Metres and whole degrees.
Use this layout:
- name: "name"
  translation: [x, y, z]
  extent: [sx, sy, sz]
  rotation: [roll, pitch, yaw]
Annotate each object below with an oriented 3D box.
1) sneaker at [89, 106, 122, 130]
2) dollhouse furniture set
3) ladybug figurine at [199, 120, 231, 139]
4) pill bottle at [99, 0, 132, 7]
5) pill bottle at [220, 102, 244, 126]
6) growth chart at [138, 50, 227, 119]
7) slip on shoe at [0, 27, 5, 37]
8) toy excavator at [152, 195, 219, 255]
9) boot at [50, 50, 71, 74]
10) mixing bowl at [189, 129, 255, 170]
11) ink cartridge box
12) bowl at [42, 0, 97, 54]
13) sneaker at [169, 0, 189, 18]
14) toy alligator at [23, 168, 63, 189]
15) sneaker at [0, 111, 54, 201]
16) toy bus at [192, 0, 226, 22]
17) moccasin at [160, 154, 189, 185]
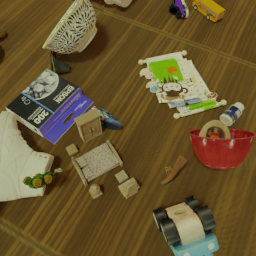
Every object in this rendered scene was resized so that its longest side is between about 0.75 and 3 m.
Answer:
- name: "sneaker"
  translation: [-0.717, -0.333, 8.859]
  extent: [1.232, 0.455, 0.507]
  rotation: [23, 61, 12]
- name: "dollhouse furniture set"
  translation: [-0.825, 0.876, 7.788]
  extent: [1.275, 1.089, 2.459]
  rotation: [-27, 64, -15]
- name: "ladybug figurine"
  translation: [2.483, 0.419, 8.201]
  extent: [0.913, 0.484, 1.345]
  rotation: [21, 70, 7]
- name: "pill bottle"
  translation: [-1.042, -6.036, 11.552]
  extent: [2.578, 1.472, 1.472]
  rotation: [28, 64, 16]
- name: "pill bottle"
  translation: [3.335, -0.462, 8.928]
  extent: [0.799, 0.444, 0.444]
  rotation: [-41, 68, -21]
- name: "growth chart"
  translation: [1.716, -1.564, 9.690]
  extent: [2.120, 0.260, 2.930]
  rotation: [-21, 61, -10]
- name: "slip on shoe"
  translation: [-5.602, -3.956, 10.908]
  extent: [1.876, 0.713, 0.568]
  rotation: [23, 22, 22]
- name: "toy excavator"
  translation: [1.617, 3.011, 6.318]
  extent: [1.170, 2.277, 2.342]
  rotation: [-20, 95, -5]
- name: "boot"
  translation: [-2.432, -2.359, 10.115]
  extent: [0.686, 0.384, 0.992]
  rotation: [-6, 71, -10]
- name: "mixing bowl"
  translation: [2.574, 0.589, 7.824]
  extent: [1.749, 1.749, 0.947]
  rotation: [0, 98, 0]
- name: "ink cartridge box"
  translation: [-2.519, -0.766, 9.116]
  extent: [2.028, 0.440, 2.009]
  rotation: [31, 64, 15]
- name: "bowl"
  translation: [-1.804, -3.391, 9.695]
  extent: [1.112, 2.369, 2.369]
  rotation: [35, 58, -25]
- name: "sneaker"
  translation: [1.967, -5.063, 11.564]
  extent: [0.680, 0.475, 1.367]
  rotation: [-14, 61, -7]
- name: "toy alligator"
  translation: [-2.124, 1.316, 7.114]
  extent: [0.436, 1.316, 0.316]
  rotation: [2, 96, 31]
- name: "sneaker"
  translation: [-2.966, 0.730, 8.052]
  extent: [1.617, 1.031, 2.799]
  rotation: [-2, 57, -15]
- name: "toy bus"
  translation: [3.275, -4.895, 11.426]
  extent: [0.452, 0.544, 1.389]
  rotation: [-32, 65, -17]
- name: "moccasin"
  translation: [1.249, 1.167, 7.836]
  extent: [0.391, 0.371, 1.013]
  rotation: [40, 92, 14]
